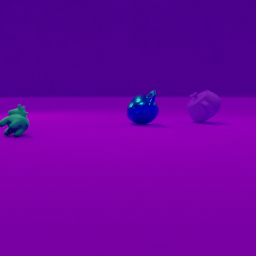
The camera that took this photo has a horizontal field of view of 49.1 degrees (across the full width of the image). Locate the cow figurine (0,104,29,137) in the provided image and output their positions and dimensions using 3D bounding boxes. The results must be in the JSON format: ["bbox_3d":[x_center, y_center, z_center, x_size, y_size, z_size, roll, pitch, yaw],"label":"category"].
[{"bbox_3d":[-2.793,-0.200,7.164,0.954,0.524,0.939,8,39,34],"label":"cow figurine"}]

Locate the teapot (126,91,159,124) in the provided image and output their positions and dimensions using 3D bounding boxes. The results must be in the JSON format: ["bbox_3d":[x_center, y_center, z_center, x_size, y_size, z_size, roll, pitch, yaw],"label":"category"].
[{"bbox_3d":[0.455,-0.655,9.607,1.104,0.870,1.776,11,-36,-26],"label":"teapot"}]

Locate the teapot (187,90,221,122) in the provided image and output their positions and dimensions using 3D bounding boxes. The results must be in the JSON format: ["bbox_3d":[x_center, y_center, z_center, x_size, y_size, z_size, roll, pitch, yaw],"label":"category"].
[{"bbox_3d":[2.696,-0.884,10.279,1.255,0.989,2.019,-40,11,7],"label":"teapot"}]
